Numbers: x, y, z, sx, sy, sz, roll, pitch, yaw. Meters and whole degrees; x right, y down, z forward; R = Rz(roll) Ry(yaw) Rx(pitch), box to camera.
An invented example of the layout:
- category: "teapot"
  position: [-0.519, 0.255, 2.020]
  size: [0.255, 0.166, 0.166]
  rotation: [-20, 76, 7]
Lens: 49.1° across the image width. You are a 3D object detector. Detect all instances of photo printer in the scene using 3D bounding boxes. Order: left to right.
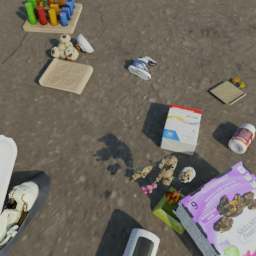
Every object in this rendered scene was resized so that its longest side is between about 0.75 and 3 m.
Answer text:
- category: "photo printer"
  position: [-4.283, 1.706, 8.126]
  size: [1.003, 2.404, 2.889]
  rotation: [29, 44, -33]

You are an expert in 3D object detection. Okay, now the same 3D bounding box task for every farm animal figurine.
- category: "farm animal figurine"
  position: [0.983, 1.317, 8.013]
  size: [1.497, 1.481, 0.781]
  rotation: [33, 30, 9]

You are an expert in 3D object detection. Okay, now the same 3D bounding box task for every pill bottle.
- category: "pill bottle"
  position: [4.159, 0.355, 10.136]
  size: [0.624, 0.624, 1.104]
  rotation: [32, 59, 22]

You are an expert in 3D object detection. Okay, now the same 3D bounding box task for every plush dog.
- category: "plush dog"
  position: [-2.816, -3.581, 13.153]
  size: [1.053, 0.983, 1.226]
  rotation: [35, 88, 8]

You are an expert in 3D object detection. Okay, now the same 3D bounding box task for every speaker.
- category: "speaker"
  position: [0.150, 3.794, 7.371]
  size: [0.837, 0.837, 2.062]
  rotation: [17, 55, 13]

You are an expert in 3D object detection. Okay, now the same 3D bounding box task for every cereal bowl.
- category: "cereal bowl"
  position: [-2.080, -3.952, 13.296]
  size: [0.411, 0.988, 0.988]
  rotation: [-39, 59, 1]

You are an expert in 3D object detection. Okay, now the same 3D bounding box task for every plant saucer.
- category: "plant saucer"
  position: [1.513, 2.495, 8.713]
  size: [1.122, 0.269, 1.120]
  rotation: [33, 59, 22]

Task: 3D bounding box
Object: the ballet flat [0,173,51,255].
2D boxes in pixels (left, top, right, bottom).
- category: "ballet flat"
  position: [-3.258, 2.451, 8.280]
  size: [1.090, 1.090, 2.984]
  rotation: [18, 54, 13]

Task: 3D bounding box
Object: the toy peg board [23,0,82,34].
- category: "toy peg board"
  position: [-4.049, -6.374, 14.883]
  size: [2.629, 1.291, 2.641]
  rotation: [4, 53, 4]

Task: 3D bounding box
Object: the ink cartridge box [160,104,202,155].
- category: "ink cartridge box"
  position: [2.017, -0.122, 10.443]
  size: [1.212, 0.701, 2.086]
  rotation: [12, 53, 9]

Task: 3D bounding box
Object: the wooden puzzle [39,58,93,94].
- category: "wooden puzzle"
  position: [-2.668, -2.224, 12.275]
  size: [1.860, 0.431, 1.723]
  rotation: [16, 54, 6]

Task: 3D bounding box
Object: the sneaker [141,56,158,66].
- category: "sneaker"
  position: [1.026, -3.143, 13.028]
  size: [0.828, 0.305, 0.331]
  rotation: [27, 55, 19]

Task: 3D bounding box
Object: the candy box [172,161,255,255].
- category: "candy box"
  position: [3.140, 2.785, 7.839]
  size: [2.429, 1.036, 2.896]
  rotation: [-27, 63, -20]

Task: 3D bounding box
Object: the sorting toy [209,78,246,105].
- category: "sorting toy"
  position: [4.391, -1.576, 11.909]
  size: [1.550, 0.208, 1.155]
  rotation: [-30, 54, -21]

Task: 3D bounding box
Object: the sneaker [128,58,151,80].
- category: "sneaker"
  position: [0.722, -2.728, 12.559]
  size: [1.245, 0.502, 0.912]
  rotation: [31, 65, 29]
